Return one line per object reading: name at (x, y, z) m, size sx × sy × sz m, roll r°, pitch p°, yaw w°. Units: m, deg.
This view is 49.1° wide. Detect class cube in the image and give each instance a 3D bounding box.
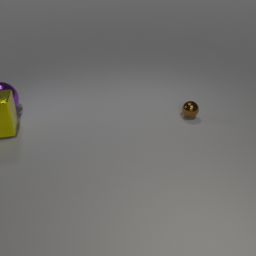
cube at (-5.047, -0.520, 10.546) m, size 1.400 × 1.400 × 1.400 m, roll -8°, pitch 27°, yaw -13°

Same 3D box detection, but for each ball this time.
ball at (-5.379, -1.250, 11.882) m, size 1.400 × 1.400 × 1.400 m, roll 0°, pitch 31°, yaw 0°
ball at (2.593, -0.774, 11.639) m, size 0.700 × 0.700 × 0.700 m, roll 0°, pitch 31°, yaw 0°
